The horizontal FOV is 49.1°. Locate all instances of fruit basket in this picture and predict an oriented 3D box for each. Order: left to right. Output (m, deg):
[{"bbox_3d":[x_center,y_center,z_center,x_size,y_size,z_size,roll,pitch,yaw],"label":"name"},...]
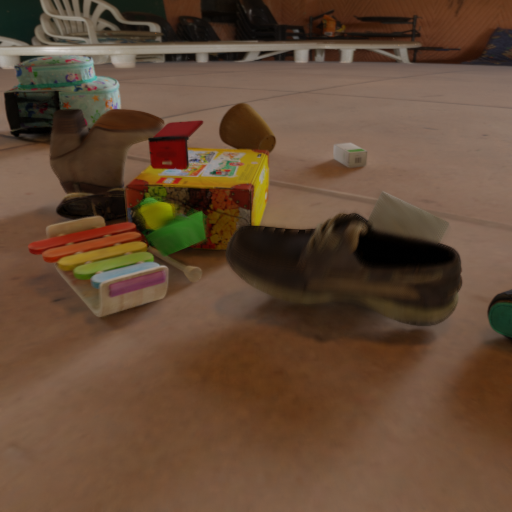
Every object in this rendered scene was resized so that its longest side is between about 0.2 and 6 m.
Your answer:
[{"bbox_3d":[-1.359,-0.529,8.789,0.731,1.013,1.013,-26,34,-37],"label":"fruit basket"}]

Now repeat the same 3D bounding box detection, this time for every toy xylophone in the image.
[{"bbox_3d":[-2.072,0.067,8.432,1.947,0.668,2.659,-21,31,-39],"label":"toy xylophone"}]

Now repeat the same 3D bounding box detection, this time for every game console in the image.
[{"bbox_3d":[-1.399,-1.960,9.922,0.941,0.811,0.559,7,17,39],"label":"game console"}]

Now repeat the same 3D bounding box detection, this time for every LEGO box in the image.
[{"bbox_3d":[-0.971,-1.195,10.723,2.178,1.129,2.925,3,24,7],"label":"LEGO box"}]

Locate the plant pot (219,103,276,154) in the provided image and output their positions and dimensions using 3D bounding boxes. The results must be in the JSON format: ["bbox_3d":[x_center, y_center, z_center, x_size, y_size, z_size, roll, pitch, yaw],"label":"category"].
[{"bbox_3d":[-0.118,-3.471,15.984,1.309,1.309,1.405,-20,47,-38],"label":"plant pot"}]

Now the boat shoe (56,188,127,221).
[{"bbox_3d":[-3.000,-0.926,10.825,1.775,0.638,0.575,1,30,10],"label":"boat shoe"}]

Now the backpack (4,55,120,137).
[{"bbox_3d":[-6.222,-5.267,18.539,3.432,2.584,3.047,3,24,-7],"label":"backpack"}]

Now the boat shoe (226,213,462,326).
[{"bbox_3d":[1.164,-0.047,7.459,3.155,1.157,1.175,10,42,7],"label":"boat shoe"}]

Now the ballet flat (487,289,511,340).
[{"bbox_3d":[3.952,0.860,6.531,2.335,0.853,0.853,17,29,39],"label":"ballet flat"}]

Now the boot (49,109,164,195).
[{"bbox_3d":[-2.986,-1.931,11.379,2.657,1.942,0.933,10,36,17],"label":"boot"}]

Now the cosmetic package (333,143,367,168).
[{"bbox_3d":[2.517,-2.710,15.067,0.547,0.431,1.017,-9,27,-15],"label":"cosmetic package"}]

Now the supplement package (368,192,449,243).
[{"bbox_3d":[2.234,-0.377,8.534,1.053,0.810,1.101,28,9,12],"label":"supplement package"}]
